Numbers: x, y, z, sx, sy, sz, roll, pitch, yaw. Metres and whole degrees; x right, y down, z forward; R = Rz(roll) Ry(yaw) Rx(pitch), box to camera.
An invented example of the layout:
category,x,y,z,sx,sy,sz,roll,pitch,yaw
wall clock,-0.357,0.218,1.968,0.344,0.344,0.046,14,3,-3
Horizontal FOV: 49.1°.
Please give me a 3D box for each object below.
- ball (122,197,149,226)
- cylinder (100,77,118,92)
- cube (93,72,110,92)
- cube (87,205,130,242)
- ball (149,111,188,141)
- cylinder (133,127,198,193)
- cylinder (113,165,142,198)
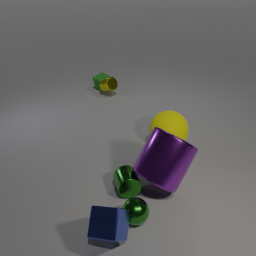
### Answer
category,x,y,z,sx,sy,sz,roll,pitch,yaw
ball,0.191,2.123,7.147,0.700,0.700,0.700,0,29,0
cylinder,-1.011,-2.261,14.653,0.700,0.700,0.700,-24,12,-37
cube,-1.415,-2.544,15.418,0.700,0.700,0.700,-36,44,-26
cube,-0.428,2.189,6.432,0.700,0.700,0.700,-1,71,23
ball,1.476,0.069,10.142,1.400,1.400,1.400,0,29,0
cylinder,1.054,0.882,7.983,1.400,1.400,1.400,28,1,-1
cylinder,-0.023,1.563,8.174,0.700,0.700,0.700,-8,30,-14
